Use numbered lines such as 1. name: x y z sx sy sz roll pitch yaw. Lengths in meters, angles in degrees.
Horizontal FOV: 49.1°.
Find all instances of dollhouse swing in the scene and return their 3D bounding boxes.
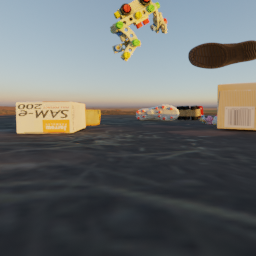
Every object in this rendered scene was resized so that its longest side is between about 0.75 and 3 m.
1. dollhouse swing: -1.308 -0.169 8.938 0.862 0.758 0.783 -1 -38 -12

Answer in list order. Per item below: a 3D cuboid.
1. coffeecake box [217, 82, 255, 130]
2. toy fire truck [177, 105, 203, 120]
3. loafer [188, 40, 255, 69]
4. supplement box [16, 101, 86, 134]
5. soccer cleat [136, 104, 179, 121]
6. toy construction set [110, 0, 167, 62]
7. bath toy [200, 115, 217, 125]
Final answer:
1. coffeecake box: 3.615 -0.499 6.773 2.166 1.031 2.822 2 4 33
2. toy fire truck: 3.551 -0.806 15.169 1.538 0.989 1.353 -17 13 -43
3. loafer: 3.023 -2.297 8.972 2.208 0.806 0.784 -2 8 3
4. supplement box: -1.541 -0.246 5.961 1.059 0.618 1.681 -1 4 -1
5. soccer cleat: 1.431 -0.701 13.289 2.251 0.780 0.873 -1 1 34
6. toy construction set: 0.415 -3.531 9.652 2.513 1.648 1.158 -36 15 -26
7. bath toy: 2.793 -0.286 9.533 0.379 0.322 0.873 -1 4 -17
